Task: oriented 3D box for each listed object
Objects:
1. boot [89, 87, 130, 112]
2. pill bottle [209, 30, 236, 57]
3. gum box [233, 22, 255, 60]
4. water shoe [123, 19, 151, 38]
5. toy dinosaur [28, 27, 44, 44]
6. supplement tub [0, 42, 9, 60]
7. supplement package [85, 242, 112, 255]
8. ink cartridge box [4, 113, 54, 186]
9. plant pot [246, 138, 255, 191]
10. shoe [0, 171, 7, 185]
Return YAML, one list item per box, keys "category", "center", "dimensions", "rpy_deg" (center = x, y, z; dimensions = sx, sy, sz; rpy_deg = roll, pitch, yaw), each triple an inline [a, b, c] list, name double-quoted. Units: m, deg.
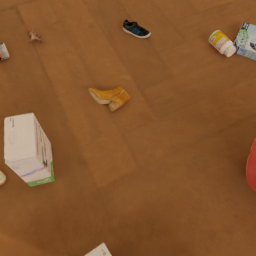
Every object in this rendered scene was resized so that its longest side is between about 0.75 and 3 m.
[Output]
- category: "boot"
  center: [-0.614, -1.134, 9.356]
  dimensions: [1.226, 0.431, 0.877]
  rpy_deg: [38, 61, 15]
- category: "pill bottle"
  center: [3.510, -3.108, 10.379]
  dimensions: [0.545, 0.545, 0.982]
  rpy_deg: [-27, 64, -15]
- category: "gum box"
  center: [4.910, -3.168, 10.508]
  dimensions: [1.687, 0.376, 1.433]
  rpy_deg: [24, 63, 13]
- category: "water shoe"
  center: [0.320, -3.847, 10.858]
  dimensions: [1.153, 0.455, 0.412]
  rpy_deg: [20, 62, 11]
- category: "toy dinosaur"
  center: [-3.519, -3.542, 10.764]
  dimensions: [0.580, 0.367, 0.856]
  rpy_deg: [-6, 49, -11]
- category: "supplement tub"
  center: [-4.856, -2.681, 10.116]
  dimensions: [0.945, 0.579, 0.579]
  rpy_deg: [-22, 62, -11]
- category: "supplement package"
  center: [-1.113, 3.750, 5.970]
  dimensions: [2.285, 1.299, 1.251]
  rpy_deg: [-31, 63, -15]
- category: "ink cartridge box"
  center: [-2.596, 0.622, 7.499]
  dimensions: [0.749, 1.784, 1.292]
  rpy_deg: [-12, 61, -5]
- category: "plant pot"
  center: [4.504, 1.039, 6.518]
  dimensions: [2.923, 2.923, 2.586]
  rpy_deg: [-40, 34, -20]
- category: "shoe"
  center: [-4.113, 1.262, 7.950]
  dimensions: [1.379, 0.368, 0.482]
  rpy_deg: [18, 62, 10]
